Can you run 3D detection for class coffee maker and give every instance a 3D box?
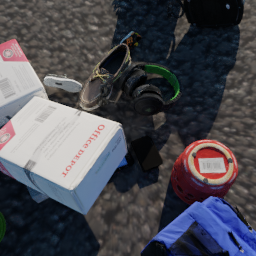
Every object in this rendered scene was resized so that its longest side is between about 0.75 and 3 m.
[{"bbox_3d":[2.958,-4.893,9.604,2.469,1.731,2.571,20,63,11],"label":"coffee maker"}]

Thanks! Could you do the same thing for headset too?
[{"bbox_3d":[0.358,-1.166,7.902,2.684,1.261,1.658,-21,63,-23],"label":"headset"}]

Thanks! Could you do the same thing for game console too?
[{"bbox_3d":[0.058,0.848,7.449,1.587,0.191,0.936,-21,64,-10],"label":"game console"}]

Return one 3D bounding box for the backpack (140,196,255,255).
[{"bbox_3d":[1.765,2.793,5.397,2.099,2.033,2.501,-33,66,-19],"label":"backpack"}]

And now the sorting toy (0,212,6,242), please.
[{"bbox_3d":[-3.811,2.171,6.526,2.007,0.824,1.206,7,77,-9],"label":"sorting toy"}]

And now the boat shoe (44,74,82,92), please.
[{"bbox_3d":[-1.946,-1.390,8.492,1.130,0.417,0.386,7,41,-6],"label":"boat shoe"}]

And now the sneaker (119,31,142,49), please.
[{"bbox_3d":[0.077,-2.794,9.265,0.458,0.356,1.018,27,63,17],"label":"sneaker"}]

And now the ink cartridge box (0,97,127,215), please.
[{"bbox_3d":[-1.604,0.511,6.493,2.623,1.112,1.910,17,54,26],"label":"ink cartridge box"}]

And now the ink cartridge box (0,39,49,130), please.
[{"bbox_3d":[-3.938,-0.868,7.764,2.900,1.230,2.112,-28,66,-15],"label":"ink cartridge box"}]

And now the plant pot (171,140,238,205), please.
[{"bbox_3d":[1.827,1.040,6.735,1.442,1.313,1.442,0,60,0],"label":"plant pot"}]

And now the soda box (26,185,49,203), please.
[{"bbox_3d":[-1.691,1.208,7.070,1.631,0.517,0.557,-27,66,-14],"label":"soda box"}]

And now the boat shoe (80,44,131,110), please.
[{"bbox_3d":[-0.683,-1.573,8.423,0.854,0.708,2.378,30,66,15],"label":"boat shoe"}]
